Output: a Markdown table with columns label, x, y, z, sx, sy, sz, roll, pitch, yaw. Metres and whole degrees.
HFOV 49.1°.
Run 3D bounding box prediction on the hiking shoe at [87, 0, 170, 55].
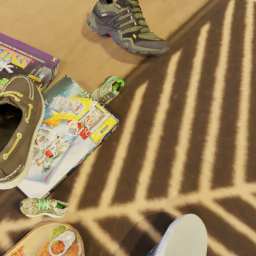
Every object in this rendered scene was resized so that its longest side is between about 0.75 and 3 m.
| label | x | y | z | sx | sy | sz | roll | pitch | yaw |
| --- | --- | --- | --- | --- | --- | --- | --- | --- | --- |
| hiking shoe | 0.065 | -3.165 | 8.284 | 2.860 | 1.439 | 1.083 | 31 | 28 | 17 |

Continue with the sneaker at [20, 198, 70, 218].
| label | x | y | z | sx | sy | sz | roll | pitch | yaw |
| --- | --- | --- | --- | --- | --- | --- | --- | --- | --- |
| sneaker | -1.639 | 1.556 | 5.670 | 1.036 | 0.459 | 0.398 | 18 | 46 | -39 |

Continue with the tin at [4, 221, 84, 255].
| label | x | y | z | sx | sy | sz | roll | pitch | yaw |
| --- | --- | --- | --- | --- | --- | --- | --- | --- | --- |
| tin | -1.821 | 2.773 | 5.189 | 1.272 | 0.476 | 2.272 | 36 | 57 | 24 |

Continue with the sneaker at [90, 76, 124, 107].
| label | x | y | z | sx | sy | sz | roll | pitch | yaw |
| --- | --- | --- | --- | --- | --- | --- | --- | --- | --- |
| sneaker | -0.586 | -0.918 | 7.505 | 0.540 | 0.494 | 1.267 | 14 | 63 | 43 |

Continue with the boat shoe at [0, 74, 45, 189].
| label | x | y | z | sx | sy | sz | roll | pitch | yaw |
| --- | --- | --- | --- | --- | --- | --- | --- | --- | --- |
| boat shoe | -2.328 | -0.214 | 5.670 | 0.997 | 0.842 | 2.798 | -8 | 51 | -1 |

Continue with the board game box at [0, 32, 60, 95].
| label | x | y | z | sx | sy | sz | roll | pitch | yaw |
| --- | --- | --- | --- | --- | --- | --- | --- | --- | --- |
| board game box | -3.285 | -1.566 | 7.434 | 2.318 | 0.657 | 1.916 | 23 | 51 | -3 |

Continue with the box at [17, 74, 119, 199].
| label | x | y | z | sx | sy | sz | roll | pitch | yaw |
| --- | --- | --- | --- | --- | --- | --- | --- | --- | --- |
| box | -1.753 | 0.204 | 6.618 | 1.798 | 0.496 | 2.633 | 42 | 72 | 9 |

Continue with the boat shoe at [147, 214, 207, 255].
| label | x | y | z | sx | sy | sz | roll | pitch | yaw |
| --- | --- | --- | --- | --- | --- | --- | --- | --- | --- |
| boat shoe | 0.505 | 2.599 | 5.105 | 0.881 | 1.131 | 2.491 | 51 | 48 | -4 |
